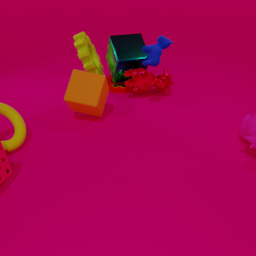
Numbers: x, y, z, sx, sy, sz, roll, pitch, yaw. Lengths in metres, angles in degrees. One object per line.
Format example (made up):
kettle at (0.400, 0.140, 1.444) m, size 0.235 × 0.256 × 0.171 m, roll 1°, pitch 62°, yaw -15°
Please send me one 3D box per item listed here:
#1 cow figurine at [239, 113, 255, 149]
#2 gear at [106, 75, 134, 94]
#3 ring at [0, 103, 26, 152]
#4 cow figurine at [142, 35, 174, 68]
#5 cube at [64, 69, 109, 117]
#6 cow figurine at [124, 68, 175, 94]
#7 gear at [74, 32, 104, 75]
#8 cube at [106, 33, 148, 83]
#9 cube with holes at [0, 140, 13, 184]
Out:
cow figurine at (3.098, 0.129, 6.772) m, size 0.697 × 1.270 × 1.250 m, roll 35°, pitch 71°, yaw -2°
gear at (-0.274, -1.648, 10.389) m, size 1.342 × 0.248 × 1.342 m, roll 0°, pitch 30°, yaw 0°
ring at (-3.098, -0.036, 6.719) m, size 0.270 × 1.351 × 1.351 m, roll -34°, pitch 11°, yaw 34°
cow figurine at (0.860, -2.190, 8.051) m, size 0.880 × 0.894 × 0.491 m, roll -3°, pitch 8°, yaw -12°
cube at (-1.156, -0.980, 8.063) m, size 0.951 × 0.951 × 0.951 m, roll 13°, pitch 76°, yaw 6°
cow figurine at (0.752, -1.627, 9.454) m, size 1.458 × 0.814 × 1.482 m, roll -10°, pitch -14°, yaw 21°
gear at (-1.405, -2.605, 10.306) m, size 0.331 × 1.788 × 1.788 m, roll -21°, pitch 29°, yaw 10°
cube at (-0.029, -2.478, 9.948) m, size 1.179 × 1.179 × 1.179 m, roll -10°, pitch 65°, yaw -16°
cube with holes at (-2.917, 0.771, 5.487) m, size 0.764 × 0.764 × 0.764 m, roll -5°, pitch 21°, yaw 17°
